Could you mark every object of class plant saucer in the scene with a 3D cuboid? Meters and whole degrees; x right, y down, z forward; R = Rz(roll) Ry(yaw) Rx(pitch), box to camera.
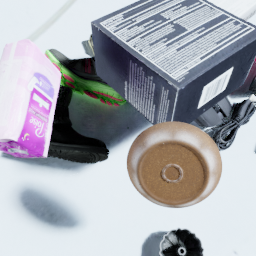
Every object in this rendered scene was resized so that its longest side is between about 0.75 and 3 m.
[{"bbox_3d":[0.827,0.783,5.186,1.800,0.329,1.800,3,108,11],"label":"plant saucer"}]

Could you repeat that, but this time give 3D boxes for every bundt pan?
[{"bbox_3d":[1.319,3.101,7.047,1.118,0.420,1.118,0,68,-1],"label":"bundt pan"}]

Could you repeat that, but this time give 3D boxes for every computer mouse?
[{"bbox_3d":[2.324,-0.949,8.472,2.965,0.782,2.053,39,74,14],"label":"computer mouse"}]

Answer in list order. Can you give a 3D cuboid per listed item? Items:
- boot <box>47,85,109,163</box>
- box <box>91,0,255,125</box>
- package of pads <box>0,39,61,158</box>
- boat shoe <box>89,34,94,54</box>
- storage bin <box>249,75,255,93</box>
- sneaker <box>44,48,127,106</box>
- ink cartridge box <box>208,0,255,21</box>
[{"bbox_3d":[-1.732,-0.182,8.027,2.729,1.027,2.040,9,68,4],"label":"boot"},{"bbox_3d":[1.076,-1.736,6.717,2.798,1.724,2.776,-33,60,-22],"label":"box"},{"bbox_3d":[-1.977,-0.515,5.395,0.773,1.231,2.043,-2,69,19],"label":"package of pads"},{"bbox_3d":[-1.037,-2.703,9.408,0.398,0.352,1.087,-30,71,-11],"label":"boat shoe"},{"bbox_3d":[4.140,-1.487,8.660,0.392,0.837,0.566,26,70,10],"label":"storage bin"},{"bbox_3d":[-1.209,-1.695,8.699,2.903,1.114,1.216,26,66,-1],"label":"sneaker"},{"bbox_3d":[2.783,-4.500,10.048,2.388,0.705,2.983,-39,66,-14],"label":"ink cartridge box"}]
